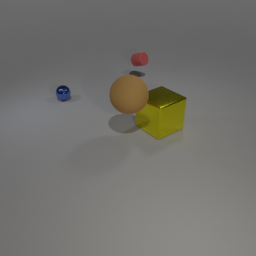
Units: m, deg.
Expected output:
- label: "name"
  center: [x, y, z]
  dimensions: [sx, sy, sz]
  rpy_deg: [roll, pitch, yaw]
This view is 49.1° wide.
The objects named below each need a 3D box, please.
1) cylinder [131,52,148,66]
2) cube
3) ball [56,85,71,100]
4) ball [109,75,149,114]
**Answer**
- label: "cylinder"
  center: [0.637, -3.741, 15.277]
  dimensions: [0.700, 0.700, 0.700]
  rpy_deg: [-28, 22, -36]
- label: "cube"
  center: [1.267, -0.632, 11.018]
  dimensions: [1.400, 1.400, 1.400]
  rpy_deg: [-23, 39, -31]
- label: "ball"
  center: [-3.065, -1.671, 13.237]
  dimensions: [0.700, 0.700, 0.700]
  rpy_deg: [0, 33, 0]
- label: "ball"
  center: [0.038, -1.188, 10.004]
  dimensions: [1.400, 1.400, 1.400]
  rpy_deg: [0, 33, 0]
